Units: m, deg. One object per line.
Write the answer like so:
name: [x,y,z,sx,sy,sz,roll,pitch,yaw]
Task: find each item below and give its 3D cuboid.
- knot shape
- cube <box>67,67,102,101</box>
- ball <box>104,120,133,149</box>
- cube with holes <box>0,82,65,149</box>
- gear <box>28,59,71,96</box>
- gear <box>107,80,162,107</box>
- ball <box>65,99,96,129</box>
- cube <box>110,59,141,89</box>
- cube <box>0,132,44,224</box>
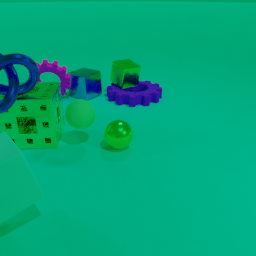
knot shape: [-2.759,-1.158,6.367,1.477,1.578,0.729,-16,5,-21]
cube: [-1.607,-1.651,10.420,0.901,0.901,0.901,18,34,32]
ball: [-0.233,0.164,7.051,0.737,0.737,0.737,0,27,0]
cube with holes: [-2.509,-0.365,7.421,1.341,1.341,1.341,-2,27,-4]
gear: [-2.737,-1.708,9.866,1.425,1.425,0.263,-1,42,-2]
gear: [0.235,-1.342,10.442,2.030,0.375,2.030,0,27,0]
ball: [-1.195,-0.343,7.038,0.755,0.755,0.755,0,27,0]
cube: [-0.101,-2.020,10.384,0.781,0.781,0.781,-18,42,-33]
cube: [-2.086,0.803,4.457,0.952,0.952,0.952,-31,35,-25]
